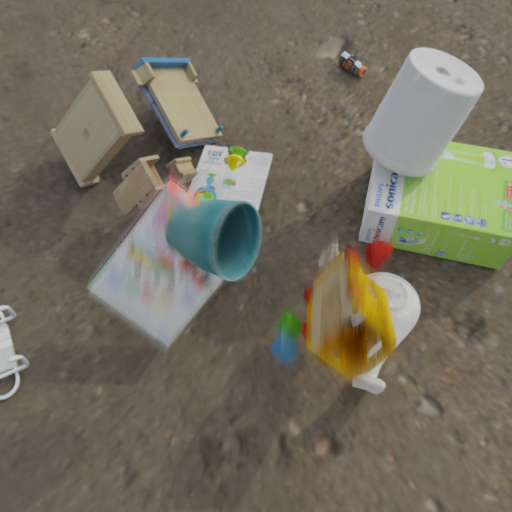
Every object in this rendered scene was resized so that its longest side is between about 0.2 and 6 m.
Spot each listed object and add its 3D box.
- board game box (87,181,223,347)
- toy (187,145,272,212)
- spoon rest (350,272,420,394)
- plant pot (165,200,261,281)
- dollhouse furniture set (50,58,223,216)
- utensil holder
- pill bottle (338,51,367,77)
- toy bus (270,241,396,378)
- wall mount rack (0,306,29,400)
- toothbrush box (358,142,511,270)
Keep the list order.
[{"bbox_3d":[-1.482,0.159,9.572,1.758,0.463,2.297,39,102,-10],"label":"board game box"},{"bbox_3d":[-0.644,-1.086,11.541,1.507,0.618,2.617,10,63,8],"label":"toy"},{"bbox_3d":[2.211,1.354,10.189,1.343,0.819,2.703,19,49,9],"label":"spoon rest"},{"bbox_3d":[-0.685,-0.320,8.180,1.085,1.155,1.155,15,59,33],"label":"plant pot"},{"bbox_3d":[-2.222,-2.472,12.302,3.140,2.049,2.964,-25,83,-47],"label":"dollhouse furniture set"},{"bbox_3d":[2.963,-2.583,10.089,1.512,1.779,1.512,11,46,-12],"label":"utensil holder"},{"bbox_3d":[2.378,-4.674,13.703,0.372,0.372,0.700,-39,67,-19],"label":"pill bottle"},{"bbox_3d":[1.559,0.883,9.134,1.230,2.247,2.381,39,69,-10],"label":"toy bus"},{"bbox_3d":[-4.993,1.713,9.909,1.627,0.698,1.872,-22,62,-12],"label":"wall mount rack"},{"bbox_3d":[3.688,-1.149,11.208,2.857,1.230,2.080,12,61,7],"label":"toothbrush box"}]
